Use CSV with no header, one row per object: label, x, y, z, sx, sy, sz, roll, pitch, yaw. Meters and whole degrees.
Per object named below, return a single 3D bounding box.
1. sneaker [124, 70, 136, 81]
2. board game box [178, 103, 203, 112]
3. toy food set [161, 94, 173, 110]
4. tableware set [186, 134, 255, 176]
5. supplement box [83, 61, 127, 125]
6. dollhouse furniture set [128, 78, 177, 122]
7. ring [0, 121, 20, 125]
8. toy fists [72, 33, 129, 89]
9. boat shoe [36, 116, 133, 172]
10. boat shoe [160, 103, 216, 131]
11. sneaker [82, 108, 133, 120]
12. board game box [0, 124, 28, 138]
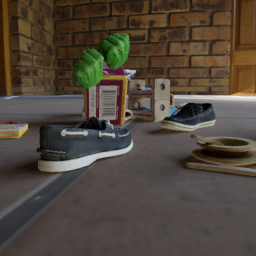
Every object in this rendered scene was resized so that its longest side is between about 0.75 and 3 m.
sneaker,-0.032,-2.218,11.778,0.467,0.473,1.191,6,12,23
board game box,3.859,-1.191,16.076,1.473,0.404,2.333,4,9,24
toy food set,2.307,-1.499,16.692,0.696,0.738,1.547,-7,-20,-40
tableware set,2.572,0.356,4.941,2.859,0.573,1.890,4,9,25
supplement box,-0.976,-1.590,10.644,1.463,1.856,2.836,-2,32,-9
dollhouse furniture set,1.459,-1.285,12.216,2.439,1.709,1.719,-7,11,-38
ring,-4.474,-0.106,9.597,1.622,0.156,1.622,0,8,0
toy fists,-0.664,-1.778,7.147,1.778,0.611,0.906,-39,-12,-17
boat shoe,-0.660,0.168,5.491,0.985,0.786,2.605,4,9,24
boat shoe,2.019,-0.405,9.266,2.739,0.853,1.022,-10,15,-43
sneaker,-0.783,-0.647,11.404,2.025,0.734,1.155,-4,12,-25
board game box,-3.445,0.082,8.153,0.785,0.246,1.643,-3,11,-12
